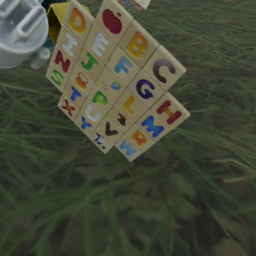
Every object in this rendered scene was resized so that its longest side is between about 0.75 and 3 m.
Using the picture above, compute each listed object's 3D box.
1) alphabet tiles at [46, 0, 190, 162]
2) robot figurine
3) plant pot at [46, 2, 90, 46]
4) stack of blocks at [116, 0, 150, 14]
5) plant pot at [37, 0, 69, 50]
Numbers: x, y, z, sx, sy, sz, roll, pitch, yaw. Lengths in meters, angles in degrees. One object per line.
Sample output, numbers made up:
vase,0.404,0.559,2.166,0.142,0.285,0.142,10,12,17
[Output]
alphabet tiles,-0.358,-0.592,4.645,2.347,2.821,0.089,46,52,1
robot figurine,-2.895,-2.306,6.705,2.686,2.278,1.517,-4,47,53
plant pot,-1.439,-2.637,7.289,1.019,0.990,0.996,-29,7,-29
stack of blocks,-0.387,-4.518,8.768,2.119,0.621,1.220,28,-3,-31
plant pot,-2.813,-3.364,8.306,1.592,1.626,1.626,25,41,17
